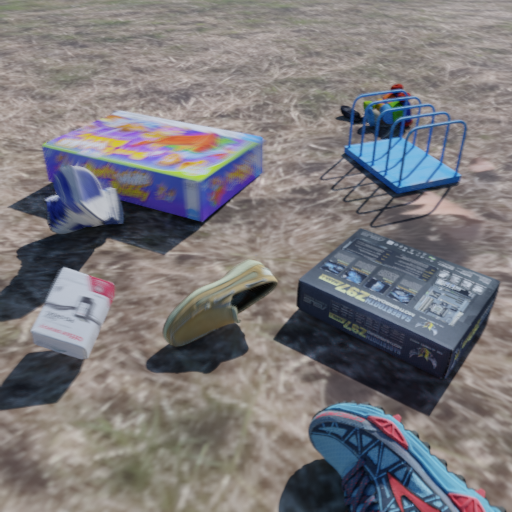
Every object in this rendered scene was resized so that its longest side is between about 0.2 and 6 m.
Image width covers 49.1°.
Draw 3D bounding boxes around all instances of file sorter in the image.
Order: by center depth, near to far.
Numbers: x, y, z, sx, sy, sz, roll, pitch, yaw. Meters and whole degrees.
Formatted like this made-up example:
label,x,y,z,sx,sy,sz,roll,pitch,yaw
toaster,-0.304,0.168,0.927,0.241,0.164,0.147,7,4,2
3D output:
label,x,y,z,sx,sy,sz,roll,pitch,yaw
file sorter,3.668,-2.944,13.935,1.810,1.600,2.608,-12,35,-18

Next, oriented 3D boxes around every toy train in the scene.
label,x,y,z,sx,sy,sz,roll,pitch,yaw
toy train,3.870,-4.663,17.180,1.327,0.971,2.294,-12,34,4

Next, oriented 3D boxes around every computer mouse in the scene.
label,x,y,z,sx,sy,sz,roll,pitch,yaw
computer mouse,2.915,-4.328,17.225,0.631,0.240,0.911,-23,52,-33

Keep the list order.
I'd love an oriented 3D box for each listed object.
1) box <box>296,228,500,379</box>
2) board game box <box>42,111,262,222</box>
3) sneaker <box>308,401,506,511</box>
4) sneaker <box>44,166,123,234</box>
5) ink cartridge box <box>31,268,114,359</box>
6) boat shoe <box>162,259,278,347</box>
label,x,y,z,sx,sy,sz,roll,pitch,yaw
box,2.364,0.655,9.411,2.711,0.692,2.138,23,40,30
board game box,-2.401,-2.313,13.461,4.313,0.966,2.900,15,35,22
sneaker,1.479,2.715,5.994,1.382,1.148,2.894,-27,42,-32
sneaker,-3.607,-0.918,11.033,1.386,0.970,2.400,-15,-7,2
ink cartridge box,-2.768,0.876,8.533,0.838,0.481,1.154,18,57,-4
boat shoe,-0.537,0.813,8.852,1.998,0.716,0.761,-38,47,-14
